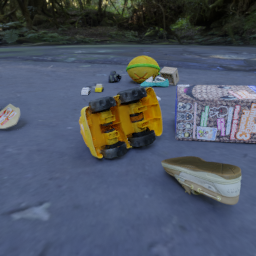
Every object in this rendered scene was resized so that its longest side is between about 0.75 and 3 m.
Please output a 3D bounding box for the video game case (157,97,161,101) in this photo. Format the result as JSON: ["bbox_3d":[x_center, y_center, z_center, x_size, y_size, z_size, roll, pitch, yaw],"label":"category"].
[{"bbox_3d":[0.807,-1.336,12.403,1.013,0.112,0.924,-6,21,-15],"label":"video game case"}]

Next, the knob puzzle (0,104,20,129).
[{"bbox_3d":[-3.753,-0.286,8.800,1.017,0.141,1.017,-8,52,10],"label":"knob puzzle"}]

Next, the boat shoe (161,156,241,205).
[{"bbox_3d":[1.295,0.963,5.375,0.731,0.656,1.976,-10,7,-22],"label":"boat shoe"}]

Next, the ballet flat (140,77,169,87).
[{"bbox_3d":[1.400,-2.439,14.791,1.521,0.535,0.512,1,20,2],"label":"ballet flat"}]

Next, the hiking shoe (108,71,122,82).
[{"bbox_3d":[-0.729,-2.945,16.349,0.717,0.539,1.424,10,29,1],"label":"hiking shoe"}]

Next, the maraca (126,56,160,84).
[{"bbox_3d":[0.901,-3.207,15.791,1.885,1.471,2.750,2,-1,12],"label":"maraca"}]

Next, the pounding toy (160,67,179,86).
[{"bbox_3d":[2.294,-2.826,15.383,0.947,1.028,0.731,15,53,34],"label":"pounding toy"}]

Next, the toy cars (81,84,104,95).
[{"bbox_3d":[-1.723,-1.907,13.613,0.710,0.350,1.583,18,27,40],"label":"toy cars"}]

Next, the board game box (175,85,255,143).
[{"bbox_3d":[2.727,-0.508,8.518,2.534,1.227,2.021,2,20,8],"label":"board game box"}]

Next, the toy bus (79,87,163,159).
[{"bbox_3d":[-0.513,-0.198,7.633,2.205,1.497,2.117,-21,14,-34],"label":"toy bus"}]
